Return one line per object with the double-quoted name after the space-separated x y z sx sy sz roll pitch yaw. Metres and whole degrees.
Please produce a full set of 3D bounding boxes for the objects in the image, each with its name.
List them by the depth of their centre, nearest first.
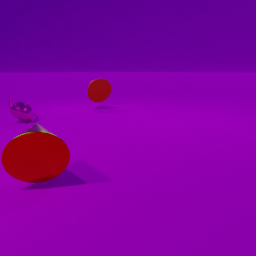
-1.412 0.183 4.327 0.932 0.932 0.936 -4 35 -16 "cone"
-3.423 -0.583 9.035 1.166 0.571 0.725 37 -25 -27 "teapot"
-1.428 -1.821 12.133 1.098 1.098 1.102 -7 33 -27 "cone"
